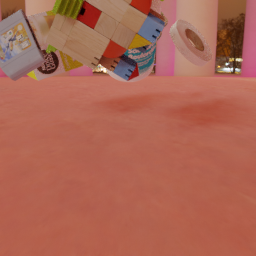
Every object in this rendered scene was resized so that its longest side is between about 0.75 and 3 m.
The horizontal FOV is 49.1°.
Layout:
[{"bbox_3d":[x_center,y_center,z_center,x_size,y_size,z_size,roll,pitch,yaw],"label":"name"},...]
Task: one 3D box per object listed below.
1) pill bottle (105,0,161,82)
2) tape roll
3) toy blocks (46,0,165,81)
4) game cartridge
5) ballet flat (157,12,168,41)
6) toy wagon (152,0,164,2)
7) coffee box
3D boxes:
[{"bbox_3d":[0.045,-2.404,6.729,1.391,2.512,1.391,0,57,-1],"label":"pill bottle"},{"bbox_3d":[2.070,-2.781,9.132,1.712,1.712,0.313,-14,-16,-47],"label":"tape roll"},{"bbox_3d":[-0.148,-1.659,4.116,1.520,2.224,1.111,29,33,-10],"label":"toy blocks"},{"bbox_3d":[-2.936,-2.143,7.278,1.166,1.751,0.364,-28,-19,2],"label":"game cartridge"},{"bbox_3d":[1.055,-4.090,11.326,0.739,0.684,2.193,-13,33,31],"label":"ballet flat"},{"bbox_3d":[0.133,-2.873,5.112,1.474,1.899,0.376,32,-28,-3],"label":"toy wagon"},{"bbox_3d":[-2.788,-2.939,9.746,1.937,1.956,1.959,-24,26,-21],"label":"coffee box"}]
